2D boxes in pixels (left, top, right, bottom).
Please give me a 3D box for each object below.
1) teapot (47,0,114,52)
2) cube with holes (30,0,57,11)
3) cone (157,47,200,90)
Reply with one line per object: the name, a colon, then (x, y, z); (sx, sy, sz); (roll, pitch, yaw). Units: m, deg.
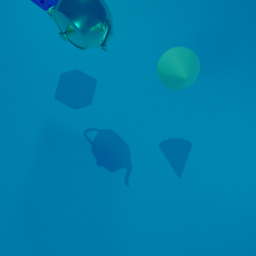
teapot: (-0.893, -2.037, 5.458); (1.997, 1.242, 0.978); (34, 73, 29)
cube with holes: (-1.954, -3.459, 6.695); (0.871, 0.871, 0.871); (36, 118, -1)
cone: (1.166, -1.176, 6.031); (0.993, 0.997, 0.993); (0, 113, 0)
